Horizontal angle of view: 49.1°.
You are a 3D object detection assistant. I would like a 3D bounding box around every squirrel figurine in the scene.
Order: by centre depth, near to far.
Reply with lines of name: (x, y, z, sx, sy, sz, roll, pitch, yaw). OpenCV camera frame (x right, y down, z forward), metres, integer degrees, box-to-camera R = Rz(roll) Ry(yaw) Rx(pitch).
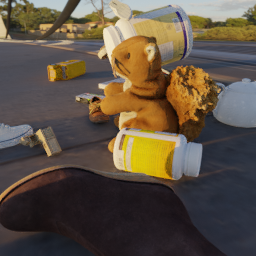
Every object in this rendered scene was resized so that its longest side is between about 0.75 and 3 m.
squirrel figurine: (0.772, -0.937, 7.187, 2.937, 2.741, 2.078, 3, 22, 9)

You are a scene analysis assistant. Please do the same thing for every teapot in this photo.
teapot: (3.658, -0.904, 9.018, 1.842, 1.363, 1.867, 15, 27, 34)

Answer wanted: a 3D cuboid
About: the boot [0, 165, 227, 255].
boot: (-0.354, 1.346, 3.755, 2.733, 0.989, 2.273, -5, 20, -20)

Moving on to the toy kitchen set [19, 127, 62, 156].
toy kitchen set: (-2.224, 0.481, 6.969, 0.639, 0.707, 0.783, -19, -11, -46)

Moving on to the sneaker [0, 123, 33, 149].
sneaker: (-3.420, 0.141, 7.253, 0.717, 0.695, 1.963, 20, 29, 41)

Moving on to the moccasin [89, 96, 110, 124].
moccasin: (-0.950, -0.635, 9.222, 0.671, 0.708, 1.834, -2, 21, -6)

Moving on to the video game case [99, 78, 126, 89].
video game case: (0.199, -1.998, 13.368, 2.628, 0.237, 1.882, 15, 25, 33)

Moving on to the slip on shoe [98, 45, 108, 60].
slip on shoe: (-0.404, -3.365, 10.288, 2.302, 0.697, 0.875, -47, 7, -24)

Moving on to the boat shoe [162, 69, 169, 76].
boat shoe: (1.913, -1.842, 12.082, 2.504, 0.891, 0.783, 30, 63, 29)

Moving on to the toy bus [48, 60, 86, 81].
toy bus: (-3.416, -3.251, 15.751, 1.020, 0.848, 2.606, 8, 22, 17)

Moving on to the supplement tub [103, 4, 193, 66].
supplement tub: (0.612, -2.768, 8.970, 2.447, 1.779, 1.779, -19, 25, -9)

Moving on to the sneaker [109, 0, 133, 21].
sneaker: (-0.136, -3.299, 7.937, 0.389, 0.401, 1.099, 35, 17, -51)

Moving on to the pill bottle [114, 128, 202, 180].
pill bottle: (0.634, 0.546, 5.887, 1.724, 0.942, 0.942, 8, 23, 19)

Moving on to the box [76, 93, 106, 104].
box: (-1.348, -1.148, 11.193, 1.321, 0.229, 0.727, 13, 25, 29)

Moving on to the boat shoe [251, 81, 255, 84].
boat shoe: (6.164, -1.999, 12.627, 2.345, 0.766, 0.863, 2, 21, 4)
